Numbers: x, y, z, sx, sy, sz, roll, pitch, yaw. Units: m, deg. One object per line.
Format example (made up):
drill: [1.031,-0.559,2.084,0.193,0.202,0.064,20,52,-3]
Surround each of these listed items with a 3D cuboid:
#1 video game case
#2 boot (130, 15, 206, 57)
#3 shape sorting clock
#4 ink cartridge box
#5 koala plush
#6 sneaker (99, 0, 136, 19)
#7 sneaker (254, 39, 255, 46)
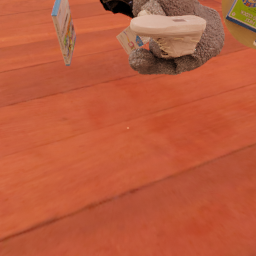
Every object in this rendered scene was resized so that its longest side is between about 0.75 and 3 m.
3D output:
video game case: [-1.666,-2.659,7.442,0.147,1.655,1.184,2,58,2]
boot: [0.551,-1.249,3.969,1.195,0.571,0.439,-10,46,-24]
shape sorting clock: [3.703,-3.223,7.002,2.596,2.596,0.509,14,33,16]
ink cartridge box: [0.167,-2.821,8.791,0.417,0.712,0.985,-41,14,-25]
koala plush: [0.948,-2.519,6.243,2.241,2.439,2.163,13,78,26]
sneaker: [-0.593,-4.075,7.948,2.968,1.041,1.156,34,87,5]
sneaker: [2.801,-1.729,5.332,0.788,0.333,0.295,-10,42,-17]
